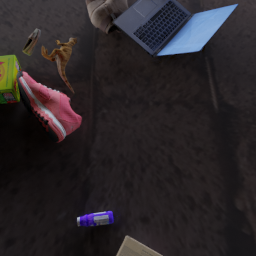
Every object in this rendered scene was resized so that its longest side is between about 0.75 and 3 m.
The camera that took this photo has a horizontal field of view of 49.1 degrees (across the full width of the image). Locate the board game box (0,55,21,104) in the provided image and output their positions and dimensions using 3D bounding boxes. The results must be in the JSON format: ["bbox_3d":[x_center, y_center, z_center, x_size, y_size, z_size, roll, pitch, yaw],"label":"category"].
[{"bbox_3d":[-4.695,-1.349,8.395,2.696,0.642,1.370,-7,60,-4],"label":"board game box"}]

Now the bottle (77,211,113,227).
[{"bbox_3d":[-0.759,2.132,6.525,0.827,0.346,0.270,-6,60,-5],"label":"bottle"}]

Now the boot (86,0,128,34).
[{"bbox_3d":[-0.297,-4.302,10.125,2.441,0.857,1.785,-30,70,-15],"label":"boot"}]

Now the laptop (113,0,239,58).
[{"bbox_3d":[1.519,-3.724,9.148,2.819,1.634,2.639,41,65,0],"label":"laptop"}]

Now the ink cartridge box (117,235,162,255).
[{"bbox_3d":[0.234,2.999,5.975,1.092,0.410,0.900,25,62,14],"label":"ink cartridge box"}]

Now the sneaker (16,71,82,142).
[{"bbox_3d":[-2.267,-0.720,8.028,1.087,0.924,2.507,-30,70,-28],"label":"sneaker"}]

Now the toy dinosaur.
[{"bbox_3d":[-2.086,-2.194,8.772,1.144,0.651,2.155,7,63,-3],"label":"toy dinosaur"}]

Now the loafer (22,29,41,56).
[{"bbox_3d":[-3.167,-2.854,9.200,0.334,0.292,0.928,26,94,38],"label":"loafer"}]
